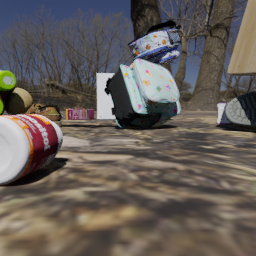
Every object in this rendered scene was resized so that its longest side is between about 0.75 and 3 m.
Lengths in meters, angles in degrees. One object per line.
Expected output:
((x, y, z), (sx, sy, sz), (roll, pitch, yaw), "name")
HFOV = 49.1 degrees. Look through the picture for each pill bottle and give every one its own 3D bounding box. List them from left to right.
((-0.980, 0.147, 2.625), (0.553, 0.553, 0.979), (0, 4, 7), "pill bottle")

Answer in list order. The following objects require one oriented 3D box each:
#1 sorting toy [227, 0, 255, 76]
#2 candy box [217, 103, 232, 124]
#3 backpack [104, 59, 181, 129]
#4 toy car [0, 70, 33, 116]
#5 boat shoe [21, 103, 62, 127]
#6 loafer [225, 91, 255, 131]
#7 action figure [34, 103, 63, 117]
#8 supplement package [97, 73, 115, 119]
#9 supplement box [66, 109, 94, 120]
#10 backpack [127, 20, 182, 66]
((3.736, -2.526, 6.236), (1.008, 2.895, 2.878), (13, 8, -10), "sorting toy")
((4.701, -0.587, 10.907), (1.892, 0.807, 2.256), (2, 5, 31), "candy box")
((0.603, -0.968, 8.336), (2.080, 1.829, 1.595), (8, -36, -45), "backpack")
((-4.988, -0.918, 12.049), (2.336, 2.244, 2.844), (4, -22, 44), "toy car")
((-2.916, -0.444, 9.345), (2.204, 0.749, 0.793), (3, 5, 39), "boat shoe")
((4.064, -0.307, 7.299), (2.960, 1.113, 1.031), (-2, -31, 11), "loafer")
((-3.971, -0.708, 13.858), (1.571, 0.928, 0.430), (9, 29, 9), "action figure")
((-0.686, -1.614, 14.563), (1.801, 2.312, 1.282), (0, 4, -1), "supplement package")
((-2.409, -0.690, 14.170), (1.251, 0.536, 0.690), (1, 4, 16), "supplement box")
((1.059, -3.331, 11.722), (1.963, 1.588, 2.061), (-16, -4, -40), "backpack")
